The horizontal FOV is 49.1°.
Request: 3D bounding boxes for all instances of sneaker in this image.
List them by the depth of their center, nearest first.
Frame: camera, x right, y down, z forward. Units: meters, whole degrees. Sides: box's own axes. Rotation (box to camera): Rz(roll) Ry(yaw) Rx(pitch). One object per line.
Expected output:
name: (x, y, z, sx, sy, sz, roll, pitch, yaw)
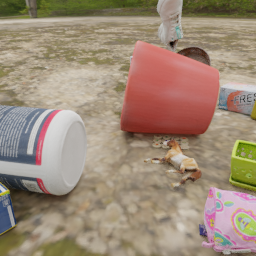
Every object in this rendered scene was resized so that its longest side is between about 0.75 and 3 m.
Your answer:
sneaker: (1.624, -3.672, 9.880, 0.924, 2.457, 1.087, -22, 70, -2)

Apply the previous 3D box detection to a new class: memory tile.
memory tile: (1.159, 0.390, 7.609, 0.975, 0.082, 0.747, 5, 27, 9)

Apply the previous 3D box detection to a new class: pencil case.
pencil case: (2.334, 1.548, 4.295, 2.336, 1.021, 1.021, 5, 27, 10)

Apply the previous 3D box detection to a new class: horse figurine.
horse figurine: (1.125, 0.813, 6.388, 1.052, 0.396, 1.587, -15, 30, -28)

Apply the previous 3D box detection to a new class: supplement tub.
supplement tub: (-2.210, 0.401, 5.754, 2.413, 1.693, 1.693, 5, 27, 11)

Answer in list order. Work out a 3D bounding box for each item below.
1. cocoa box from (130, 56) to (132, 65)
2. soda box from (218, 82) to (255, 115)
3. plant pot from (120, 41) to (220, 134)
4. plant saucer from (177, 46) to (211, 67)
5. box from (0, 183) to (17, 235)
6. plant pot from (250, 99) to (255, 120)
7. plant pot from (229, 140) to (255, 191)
cocoa box: (0.692, -3.456, 14.764, 0.998, 0.666, 0.655, 11, 28, 21)
soda box: (4.377, -0.886, 9.251, 2.569, 0.817, 0.879, 17, 31, 37)
plant pot: (1.152, -0.935, 7.887, 2.326, 2.629, 2.629, 12, 27, 2)
plant saucer: (2.253, -2.070, 10.826, 0.377, 2.190, 2.190, 25, 4, -44)
box: (-2.988, 1.641, 4.201, 0.760, 0.828, 2.363, 21, 34, 36)
plant pot: (5.073, -0.832, 8.351, 1.740, 1.740, 1.535, -10, 33, -20)
plant pot: (2.616, 0.829, 5.939, 0.845, 0.767, 0.841, 12, 28, 24)
